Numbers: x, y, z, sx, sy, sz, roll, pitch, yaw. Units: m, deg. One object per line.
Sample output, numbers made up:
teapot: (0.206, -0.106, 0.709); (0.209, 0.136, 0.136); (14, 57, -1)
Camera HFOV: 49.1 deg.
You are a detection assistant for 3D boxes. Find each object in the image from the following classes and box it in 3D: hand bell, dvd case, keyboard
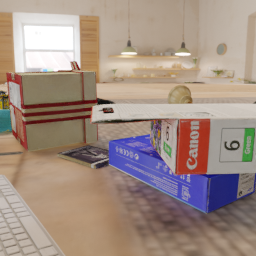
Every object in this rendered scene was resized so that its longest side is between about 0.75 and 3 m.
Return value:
hand bell: (2.617, -0.974, 11.822); (1.161, 1.161, 2.229); (-3, 24, -14)
dvd case: (-0.717, 0.554, 5.567); (1.137, 0.091, 0.845); (9, 14, 40)
keyboard: (-1.496, 1.004, 3.109); (0.826, 0.156, 2.933); (-7, 14, -34)

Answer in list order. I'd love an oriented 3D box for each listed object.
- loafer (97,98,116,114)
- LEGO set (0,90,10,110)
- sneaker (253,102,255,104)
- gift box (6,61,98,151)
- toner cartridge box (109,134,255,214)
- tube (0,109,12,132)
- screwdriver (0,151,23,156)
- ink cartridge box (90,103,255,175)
loafer: (-1.319, -0.950, 11.893); (2.048, 0.745, 0.740); (18, 10, 29)
LEGO set: (-4.219, -1.089, 9.345); (2.306, 1.336, 1.773); (-9, -5, 33)
sneaker: (5.104, -0.612, 9.109); (2.763, 1.009, 1.546); (-6, 14, -24)
gift box: (-1.832, -0.662, 7.003); (1.955, 1.932, 2.094); (-8, 21, -30)
toner cartridge box: (0.712, 0.568, 4.457); (1.063, 0.483, 2.238); (-6, 13, -35)
tube: (-2.961, -0.278, 8.669); (1.000, 0.651, 2.582); (18, 16, 40)
screwdriver: (-3.116, 0.578, 5.085); (2.316, 0.337, 0.323); (1, 11, -11)
ink cartridge box: (0.922, 0.080, 3.871); (2.829, 0.712, 1.541); (-1, 11, -6)
